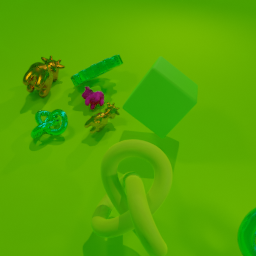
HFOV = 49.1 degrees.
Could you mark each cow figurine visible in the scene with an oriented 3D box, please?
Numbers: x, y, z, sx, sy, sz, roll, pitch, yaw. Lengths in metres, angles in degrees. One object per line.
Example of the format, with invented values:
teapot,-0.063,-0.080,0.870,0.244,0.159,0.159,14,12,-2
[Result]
cow figurine,-2.800,-1.874,9.402,0.909,1.656,1.629,22,76,-3
cow figurine,-0.717,-0.309,8.084,0.537,0.963,0.978,46,15,6
cow figurine,-1.105,-1.025,8.974,0.876,0.481,0.862,-17,51,31

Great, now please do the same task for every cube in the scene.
cube,0.857,-0.807,7.154,1.304,1.304,1.304,37,29,-5

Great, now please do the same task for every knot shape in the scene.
knot shape,0.120,1.407,5.002,0.950,2.057,1.925,5,36,-35
knot shape,3.032,2.123,4.615,1.996,1.868,0.922,45,59,-11
knot shape,-2.200,-0.150,8.029,1.092,0.539,1.167,-6,40,20

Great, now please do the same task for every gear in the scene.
gear,-1.039,-1.924,9.392,1.784,0.330,1.784,-25,10,5
